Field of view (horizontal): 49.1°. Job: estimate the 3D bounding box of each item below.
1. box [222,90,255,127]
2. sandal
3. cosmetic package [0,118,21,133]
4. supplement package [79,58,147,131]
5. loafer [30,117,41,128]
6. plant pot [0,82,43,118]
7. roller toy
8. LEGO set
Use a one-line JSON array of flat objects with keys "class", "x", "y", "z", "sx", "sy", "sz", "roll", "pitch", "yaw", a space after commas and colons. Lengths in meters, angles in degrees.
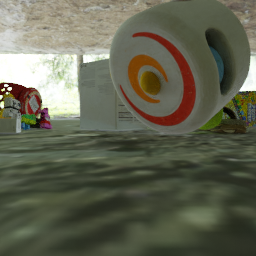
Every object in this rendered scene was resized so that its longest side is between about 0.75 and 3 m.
[{"class": "box", "x": 4.054, "y": -0.725, "z": 11.169, "sx": 2.083, "sy": 1.319, "sz": 2.163, "roll": 2, "pitch": 2, "yaw": 24}, {"class": "sandal", "x": 2.548, "y": -0.291, "z": 7.916, "sx": 1.101, "sy": 0.740, "sz": 2.741, "roll": 0, "pitch": 2, "yaw": 0}, {"class": "cosmetic package", "x": -3.090, "y": -0.056, "z": 6.721, "sx": 0.906, "sy": 0.368, "sz": 0.511, "roll": 1, "pitch": 1, "yaw": -11}, {"class": "supplement package", "x": -0.433, "y": -0.972, "z": 8.675, "sx": 1.542, "sy": 2.031, "sz": 1.530, "roll": 2, "pitch": 3, "yaw": 39}, {"class": "loafer", "x": -3.369, "y": -0.226, "z": 9.893, "sx": 1.269, "sy": 0.453, "sz": 0.463, "roll": 0, "pitch": 2, "yaw": -1}, {"class": "plant pot", "x": -6.602, "y": -1.442, "z": 16.806, "sx": 2.249, "sy": 2.470, "sz": 2.470, "roll": 10, "pitch": 5, "yaw": 17}, {"class": "roller toy", "x": 0.977, "y": -1.330, "z": 6.095, "sx": 2.928, "sy": 2.671, "sz": 2.046, "roll": 41, "pitch": 53, "yaw": 18}, {"class": "LEGO set", "x": -3.025, "y": -0.511, "z": 7.866, "sx": 0.813, "sy": 0.875, "sz": 2.133, "roll": -8, "pitch": -10, "yaw": 11}]
